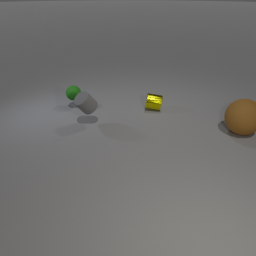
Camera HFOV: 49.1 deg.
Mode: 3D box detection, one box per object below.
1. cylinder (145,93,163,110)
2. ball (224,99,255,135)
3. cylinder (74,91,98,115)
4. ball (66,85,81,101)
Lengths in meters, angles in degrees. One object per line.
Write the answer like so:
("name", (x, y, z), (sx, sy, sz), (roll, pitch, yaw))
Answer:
("cylinder", (1.187, -1.200, 12.854), (0.700, 0.700, 0.700), (9, 28, 2))
("ball", (4.432, -0.423, 10.731), (1.400, 1.400, 1.400), (0, 28, 0))
("cylinder", (-1.683, -1.003, 11.207), (0.700, 0.700, 0.700), (-18, 51, 24))
("ball", (-2.498, -1.609, 12.866), (0.700, 0.700, 0.700), (0, 28, 0))
